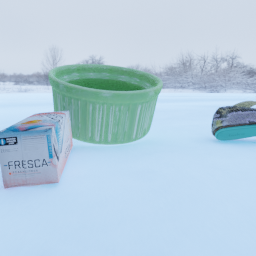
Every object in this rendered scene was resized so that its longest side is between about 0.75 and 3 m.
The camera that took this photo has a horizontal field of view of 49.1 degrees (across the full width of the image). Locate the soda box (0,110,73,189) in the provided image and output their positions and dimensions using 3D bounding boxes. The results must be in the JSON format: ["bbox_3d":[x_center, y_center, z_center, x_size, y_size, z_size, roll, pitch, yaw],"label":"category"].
[{"bbox_3d":[-1.229,0.188,4.109,0.644,0.692,2.025,-6,10,-6],"label":"soda box"}]

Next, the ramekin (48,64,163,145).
[{"bbox_3d":[-0.506,-0.588,6.186,2.413,1.179,2.413,6,23,-2],"label":"ramekin"}]

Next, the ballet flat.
[{"bbox_3d":[3.016,-0.220,5.795,2.510,0.903,0.903,0,8,11],"label":"ballet flat"}]
